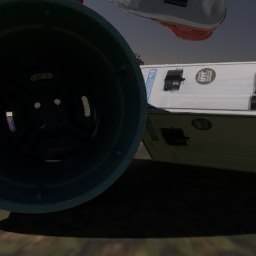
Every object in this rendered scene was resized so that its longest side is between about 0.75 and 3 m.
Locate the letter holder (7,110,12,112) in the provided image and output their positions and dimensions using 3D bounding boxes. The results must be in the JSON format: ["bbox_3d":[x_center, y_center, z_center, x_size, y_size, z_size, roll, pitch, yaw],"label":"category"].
[{"bbox_3d":[-5.725,-1.058,13.688,1.150,0.579,0.818,-7,13,-39],"label":"letter holder"}]

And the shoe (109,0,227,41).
[{"bbox_3d":[0.773,-2.733,6.416,2.740,0.979,1.246,19,0,5],"label":"shoe"}]

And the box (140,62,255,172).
[{"bbox_3d":[1.426,-0.086,3.708,2.587,0.778,1.509,4,-31,24],"label":"box"}]

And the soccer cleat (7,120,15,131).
[{"bbox_3d":[-3.103,-0.025,7.011,0.399,0.457,1.195,-7,11,-39],"label":"soccer cleat"}]

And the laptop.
[{"bbox_3d":[-1.753,0.057,5.551,1.241,0.723,1.400,-5,10,-36],"label":"laptop"}]

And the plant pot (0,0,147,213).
[{"bbox_3d":[-1.066,-0.242,3.714,2.148,2.148,2.103,-2,0,-13],"label":"plant pot"}]

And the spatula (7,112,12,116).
[{"bbox_3d":[-5.371,-0.551,11.942,1.269,0.102,0.882,-6,16,-29],"label":"spatula"}]

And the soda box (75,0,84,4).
[{"bbox_3d":[-2.128,-3.251,8.940,0.798,0.881,2.517,-20,-20,-28],"label":"soda box"}]
